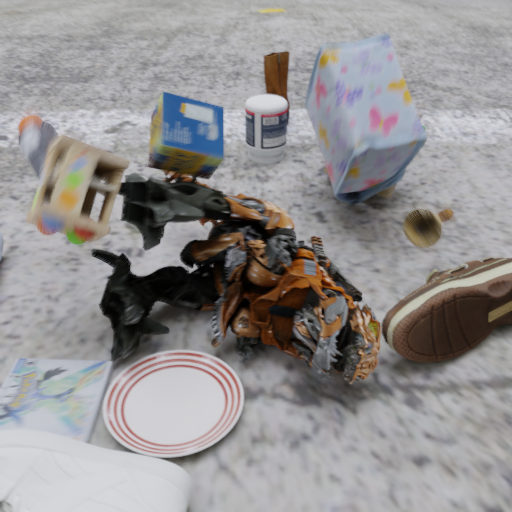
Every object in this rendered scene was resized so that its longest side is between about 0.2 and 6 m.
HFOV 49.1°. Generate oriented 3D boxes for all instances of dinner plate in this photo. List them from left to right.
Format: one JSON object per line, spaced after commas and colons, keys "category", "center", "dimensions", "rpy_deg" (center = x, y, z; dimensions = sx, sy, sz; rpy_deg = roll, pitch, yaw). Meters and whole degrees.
{"category": "dinner plate", "center": [-1.134, 2.034, 7.785], "dimensions": [1.922, 0.233, 1.922], "rpy_deg": [0, 35, 0]}

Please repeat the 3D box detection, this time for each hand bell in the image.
{"category": "hand bell", "center": [3.103, -0.624, 9.625], "dimensions": [0.652, 0.652, 1.251], "rpy_deg": [25, 31, 32]}

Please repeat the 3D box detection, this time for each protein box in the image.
{"category": "protein box", "center": [-1.053, -1.795, 8.444], "dimensions": [0.968, 0.653, 0.961], "rpy_deg": [9, 65, -23]}

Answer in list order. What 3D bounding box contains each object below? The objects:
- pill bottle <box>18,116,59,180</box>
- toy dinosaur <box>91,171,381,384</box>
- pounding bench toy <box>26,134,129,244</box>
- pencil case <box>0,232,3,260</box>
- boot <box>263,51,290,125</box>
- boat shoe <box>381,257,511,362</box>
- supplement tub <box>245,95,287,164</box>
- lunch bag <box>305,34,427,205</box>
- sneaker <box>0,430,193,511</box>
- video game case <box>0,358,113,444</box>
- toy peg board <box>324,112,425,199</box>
{"category": "pill bottle", "center": [-3.752, -1.907, 9.901], "dimensions": [0.678, 0.678, 1.276], "rpy_deg": [-22, 63, -29]}
{"category": "toy dinosaur", "center": [-0.478, 0.119, 9.170], "dimensions": [3.793, 2.855, 5.589], "rpy_deg": [-2, 13, -33]}
{"category": "pounding bench toy", "center": [-2.708, -0.817, 8.189], "dimensions": [0.987, 1.239, 1.589], "rpy_deg": [19, -15, -28]}
{"category": "pencil case", "center": [-5.081, 0.185, 9.979], "dimensions": [0.892, 0.817, 1.967], "rpy_deg": [7, 32, -21]}
{"category": "boot", "center": [0.389, -4.531, 15.790], "dimensions": [0.737, 2.151, 2.025], "rpy_deg": [25, 41, 32]}
{"category": "boat shoe", "center": [3.177, 0.754, 9.026], "dimensions": [3.329, 1.229, 1.231], "rpy_deg": [-12, 22, -28]}
{"category": "supplement tub", "center": [0.258, -3.276, 14.473], "dimensions": [1.082, 1.542, 1.082], "rpy_deg": [0, 34, 0]}
{"category": "lunch bag", "center": [2.099, -2.649, 11.519], "dimensions": [1.812, 2.850, 2.417], "rpy_deg": [-12, 73, -9]}
{"category": "sneaker", "center": [-2.226, 2.837, 5.872], "dimensions": [2.831, 1.043, 1.636], "rpy_deg": [5, 31, 6]}
{"category": "video game case", "center": [-2.899, 2.046, 7.778], "dimensions": [1.457, 0.176, 1.598], "rpy_deg": [2, 33, 1]}
{"category": "toy peg board", "center": [2.830, -2.523, 12.945], "dimensions": [0.943, 1.920, 1.928], "rpy_deg": [-2, 25, -45]}
